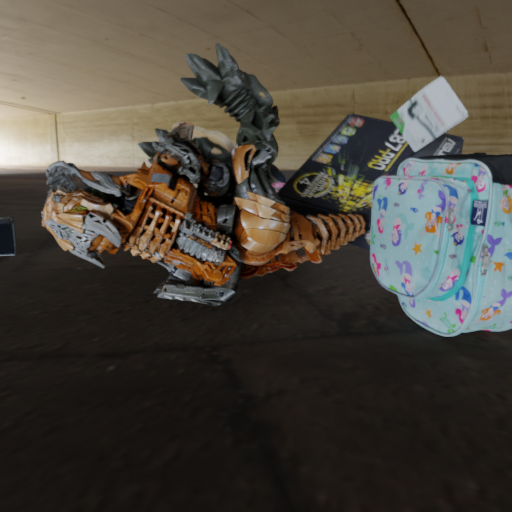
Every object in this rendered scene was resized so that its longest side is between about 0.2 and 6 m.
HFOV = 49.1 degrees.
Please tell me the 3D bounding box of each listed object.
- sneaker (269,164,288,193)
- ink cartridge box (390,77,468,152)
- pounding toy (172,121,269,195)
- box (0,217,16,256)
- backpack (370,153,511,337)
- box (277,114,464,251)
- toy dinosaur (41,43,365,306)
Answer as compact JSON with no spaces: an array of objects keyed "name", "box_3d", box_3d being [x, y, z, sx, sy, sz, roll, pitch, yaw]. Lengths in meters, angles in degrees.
[{"name":"sneaker","box_3d":[0.420,-1.222,12.512,0.849,0.726,2.069,-23,61,-13]},{"name":"ink cartridge box","box_3d":[2.449,-1.999,7.998,0.389,0.686,0.936,-35,-1,-20]},{"name":"pounding toy","box_3d":[-0.687,-2.011,12.322,1.887,1.880,3.289,-45,44,-20]},{"name":"box","box_3d":[-5.445,-0.382,11.263,1.112,0.689,1.093,-5,10,-22]},{"name":"backpack","box_3d":[2.219,-0.104,6.392,1.527,2.028,1.801,-8,13,-16]},{"name":"box","box_3d":[2.305,-1.537,11.237,2.615,0.797,3.245,22,52,27]},{"name":"toy dinosaur","box_3d":[-0.533,-0.721,8.282,2.529,3.361,4.952,-29,-32,28]}]
